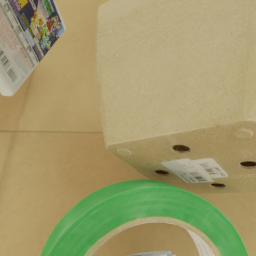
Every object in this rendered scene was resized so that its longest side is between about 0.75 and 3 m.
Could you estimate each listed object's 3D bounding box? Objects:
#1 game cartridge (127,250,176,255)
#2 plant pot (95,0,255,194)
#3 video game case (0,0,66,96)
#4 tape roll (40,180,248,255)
[{"bbox_3d":[-0.051,1.777,3.501,0.870,1.308,0.267,-3,67,-22],"label":"game cartridge"},{"bbox_3d":[1.213,-0.522,4.366,2.927,2.924,2.591,-13,53,34],"label":"plant pot"},{"bbox_3d":[-2.384,-2.556,5.489,0.332,2.890,2.633,5,50,20],"label":"video game case"},{"bbox_3d":[0.216,2.180,3.739,2.901,0.697,2.901,0,88,-13],"label":"tape roll"}]
